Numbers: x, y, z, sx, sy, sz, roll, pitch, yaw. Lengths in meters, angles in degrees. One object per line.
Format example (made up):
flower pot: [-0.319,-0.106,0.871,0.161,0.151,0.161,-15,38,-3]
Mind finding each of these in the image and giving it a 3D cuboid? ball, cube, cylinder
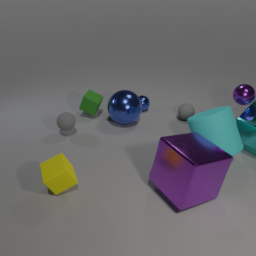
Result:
ball: [-2.308,-0.246,10.446,0.700,0.700,0.700,0,29,0]
ball: [-0.129,-0.832,11.281,1.400,1.400,1.400,0,29,0]
ball: [0.630,-1.105,12.479,0.700,0.700,0.700,0,29,0]
cube: [1.646,1.088,7.560,1.400,1.400,1.400,-6,30,-32]
cube: [-1.911,1.265,7.737,0.700,0.700,0.700,-28,45,-2]
cylinder: [2.768,0.167,8.951,1.400,1.400,1.400,-19,5,2]
ball: [3.810,-1.096,9.204,0.700,0.700,0.700,0,29,0]
ball: [2.441,-0.686,11.710,0.700,0.700,0.700,0,29,0]
cube: [4.628,0.031,9.301,1.400,1.400,1.400,-40,44,-19]
cube: [-1.545,-1.071,11.817,0.700,0.700,0.700,26,35,-2]
